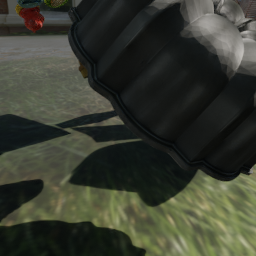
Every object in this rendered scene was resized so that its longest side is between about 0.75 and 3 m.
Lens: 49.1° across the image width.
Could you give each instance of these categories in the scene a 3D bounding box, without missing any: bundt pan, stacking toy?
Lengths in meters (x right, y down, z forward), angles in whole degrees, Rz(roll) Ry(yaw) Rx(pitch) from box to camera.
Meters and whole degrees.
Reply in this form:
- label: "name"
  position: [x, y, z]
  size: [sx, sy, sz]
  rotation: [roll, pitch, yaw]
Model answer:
- label: "bundt pan"
  position: [0.715, -0.765, 2.725]
  size: [2.446, 0.918, 2.446]
  rotation: [27, 39, -24]
- label: "stacking toy"
  position: [-2.199, -3.339, 7.437]
  size: [1.535, 0.716, 1.696]
  rotation: [-22, -5, -15]

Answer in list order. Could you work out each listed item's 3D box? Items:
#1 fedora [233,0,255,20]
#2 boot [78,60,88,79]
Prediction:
- label: "fedora"
  position: [2.876, -2.537, 5.551]
  size: [1.251, 2.770, 2.449]
  rotation: [20, 37, -6]
- label: "boot"
  position: [-0.413, -2.221, 3.918]
  size: [0.862, 2.606, 2.282]
  rotation: [-14, 20, 43]
